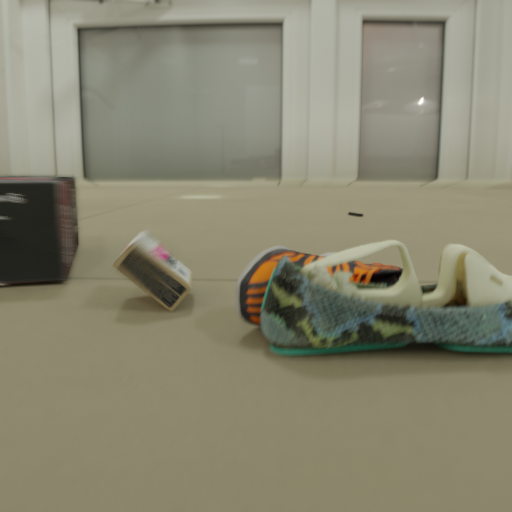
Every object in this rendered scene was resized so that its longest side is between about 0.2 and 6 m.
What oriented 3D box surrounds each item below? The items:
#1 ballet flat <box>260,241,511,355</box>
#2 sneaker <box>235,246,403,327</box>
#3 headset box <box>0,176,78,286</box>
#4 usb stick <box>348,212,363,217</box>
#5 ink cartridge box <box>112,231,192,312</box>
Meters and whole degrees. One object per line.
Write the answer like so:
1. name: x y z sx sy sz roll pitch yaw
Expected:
1. ballet flat: 1.457 0.344 4.870 2.825 1.049 1.049 -1 10 -8
2. sneaker: 0.798 0.308 5.574 1.137 0.787 2.029 8 12 43
3. headset box: -4.117 -0.473 8.251 2.707 1.405 3.638 -3 9 -14
4. usb stick: 2.892 -1.200 16.299 0.175 0.103 0.630 -4 10 -22
5. ink cartridge box: -1.152 0.152 6.428 0.823 0.375 0.999 42 3 -11
